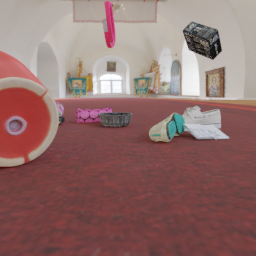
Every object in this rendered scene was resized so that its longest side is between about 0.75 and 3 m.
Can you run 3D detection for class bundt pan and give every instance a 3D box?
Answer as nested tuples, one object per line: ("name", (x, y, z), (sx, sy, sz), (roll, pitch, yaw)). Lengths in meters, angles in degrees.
("bundt pan", (-0.512, -0.344, 11.650), (1.409, 0.529, 1.409), (-1, 8, 0))

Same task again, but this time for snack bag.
("snack bag", (2.494, 0.097, 8.937), (1.161, 0.124, 1.095), (1, 22, -14))

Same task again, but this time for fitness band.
("fitness band", (-0.663, -3.723, 10.154), (0.304, 1.626, 1.168), (-1, 43, 6))

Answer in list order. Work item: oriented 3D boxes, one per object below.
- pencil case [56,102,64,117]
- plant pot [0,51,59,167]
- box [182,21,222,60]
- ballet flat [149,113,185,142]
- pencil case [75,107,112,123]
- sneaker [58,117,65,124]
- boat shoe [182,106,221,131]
("pencil case", (-4.154, -1.044, 15.368), (0.896, 0.896, 2.050), (-4, 8, -26))
("plant pot", (-2.785, -0.376, 6.060), (2.507, 2.507, 2.218), (-7, 21, -39))
("box", (3.482, -4.091, 13.119), (1.593, 0.686, 1.305), (39, -9, 41))
("ballet flat", (1.241, -0.041, 8.860), (0.709, 0.767, 2.273), (-10, 3, 24))
("pencil case", (-1.614, -0.623, 13.004), (1.669, 0.758, 0.782), (-3, 38, -24))
("sneaker", (-3.587, -0.519, 12.046), (1.769, 0.764, 0.711), (3, 10, 14))
("boat shoe", (2.443, -0.387, 10.579), (2.568, 0.896, 0.910), (-3, 8, -20))
